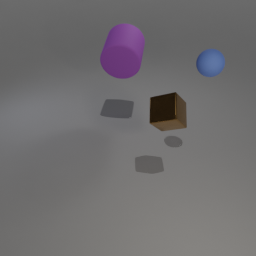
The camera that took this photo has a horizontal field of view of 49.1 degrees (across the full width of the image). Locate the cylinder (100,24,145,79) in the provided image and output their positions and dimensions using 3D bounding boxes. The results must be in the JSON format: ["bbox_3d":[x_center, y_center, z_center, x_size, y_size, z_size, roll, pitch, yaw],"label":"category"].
[{"bbox_3d":[-0.167,-2.710,9.904,1.400,1.400,1.400,5,49,7],"label":"cylinder"}]

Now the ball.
[{"bbox_3d":[2.092,-1.647,7.107,0.700,0.700,0.700,0,33,0],"label":"ball"}]

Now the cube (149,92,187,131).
[{"bbox_3d":[0.994,-0.378,6.897,0.700,0.700,0.700,-9,69,30],"label":"cube"}]
